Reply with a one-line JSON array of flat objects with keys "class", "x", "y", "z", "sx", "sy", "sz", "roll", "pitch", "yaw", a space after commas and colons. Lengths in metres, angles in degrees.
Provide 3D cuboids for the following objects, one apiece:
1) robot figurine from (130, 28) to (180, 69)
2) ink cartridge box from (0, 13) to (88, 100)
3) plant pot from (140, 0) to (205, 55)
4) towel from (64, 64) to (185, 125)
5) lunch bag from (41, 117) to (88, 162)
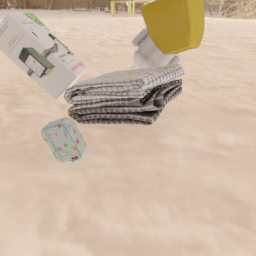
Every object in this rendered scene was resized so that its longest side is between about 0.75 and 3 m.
[{"class": "robot figurine", "x": 1.224, "y": -3.321, "z": 12.143, "sx": 2.177, "sy": 2.567, "sz": 1.450, "roll": 38, "pitch": 12, "yaw": -7}, {"class": "ink cartridge box", "x": -3.048, "y": -2.647, "z": 10.185, "sx": 2.915, "sy": 1.225, "sz": 2.127, "roll": 43, "pitch": 19, "yaw": -13}, {"class": "plant pot", "x": 1.250, "y": -2.573, "z": 7.098, "sx": 1.252, "sy": 1.280, "sz": 1.243, "roll": -10, "pitch": 8, "yaw": 36}, {"class": "towel", "x": -0.015, "y": -0.986, "z": 8.210, "sx": 2.944, "sy": 1.260, "sz": 2.437, "roll": 0, "pitch": 20, "yaw": 33}, {"class": "lunch bag", "x": -1.453, "y": 0.309, "z": 6.368, "sx": 0.825, "sy": 1.029, "sz": 0.397, "roll": -13, "pitch": 24, "yaw": 25}]
